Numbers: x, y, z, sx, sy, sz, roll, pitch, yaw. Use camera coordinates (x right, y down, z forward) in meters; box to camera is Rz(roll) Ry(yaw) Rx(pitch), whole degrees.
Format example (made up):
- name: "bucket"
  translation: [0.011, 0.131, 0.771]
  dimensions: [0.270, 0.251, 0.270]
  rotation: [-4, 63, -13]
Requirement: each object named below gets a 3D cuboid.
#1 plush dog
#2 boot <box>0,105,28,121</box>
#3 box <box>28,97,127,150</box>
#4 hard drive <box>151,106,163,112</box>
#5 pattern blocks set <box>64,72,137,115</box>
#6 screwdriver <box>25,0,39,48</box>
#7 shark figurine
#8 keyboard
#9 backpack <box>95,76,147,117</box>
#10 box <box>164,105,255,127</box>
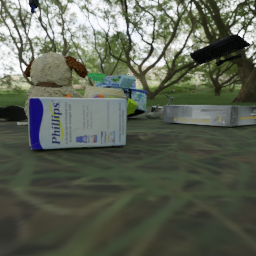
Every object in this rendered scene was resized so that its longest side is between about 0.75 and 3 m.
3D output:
- name: "plush dog"
  translation: [-2.675, -1.367, 9.774]
  dimensions: [2.890, 2.482, 2.318]
  rotation: [1, 5, 12]
- name: "boot"
  translation: [-4.755, -0.645, 12.125]
  dimensions: [1.794, 0.648, 1.355]
  rotation: [2, 3, 16]
- name: "box"
  translation: [-1.012, -0.139, 5.293]
  dimensions: [1.632, 0.856, 1.501]
  rotation: [-1, 5, -18]
- name: "hard drive"
  translation: [2.198, -0.915, 15.314]
  dimensions: [1.812, 0.343, 1.266]
  rotation: [10, 7, 7]
- name: "pattern blocks set"
  translation: [-0.637, -0.499, 6.503]
  dimensions: [1.750, 0.161, 1.991]
  rotation: [-2, -36, -13]
- name: "screwdriver"
  translation: [-2.777, -3.202, 8.142]
  dimensions: [0.306, 2.106, 0.294]
  rotation: [0, -21, -9]
- name: "shark figurine"
  translation: [1.696, -0.787, 13.199]
  dimensions: [0.947, 1.585, 0.661]
  rotation: [31, 26, -38]
- name: "keyboard"
  translation: [2.943, -2.327, 8.800]
  dimensions: [1.180, 0.191, 1.857]
  rotation: [19, -16, -31]
- name: "backpack"
  translation: [-0.396, -1.452, 13.178]
  dimensions: [2.520, 1.852, 2.306]
  rotation: [6, -4, -29]
- name: "box"
  translation: [3.043, -0.494, 10.196]
  dimensions: [2.187, 0.667, 2.762]
  rotation: [-5, 7, -42]
